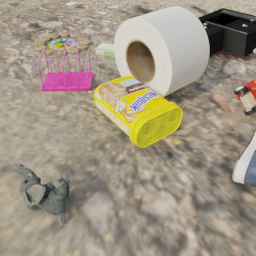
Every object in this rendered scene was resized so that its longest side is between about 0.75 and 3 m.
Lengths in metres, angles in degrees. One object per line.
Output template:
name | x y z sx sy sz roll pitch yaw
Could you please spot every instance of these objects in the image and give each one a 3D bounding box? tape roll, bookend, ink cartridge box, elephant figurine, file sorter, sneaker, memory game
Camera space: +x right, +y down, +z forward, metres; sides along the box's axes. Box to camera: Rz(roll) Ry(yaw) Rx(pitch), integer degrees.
tape roll | 0.982 -2.278 8.661 1.721 2.506 2.506 -30 48 -31
bookend | 3.770 -3.592 11.048 2.503 1.153 2.488 -27 43 -20
ink cartridge box | -0.690 -3.404 11.827 0.903 0.297 1.240 15 43 18
elephant figurine | -1.807 1.303 5.638 1.193 0.844 0.925 4 24 -5
file sorter | -2.080 -1.984 9.469 1.642 1.030 1.141 -1 39 -1
sneaker | 3.607 0.585 6.275 1.704 0.897 2.358 16 50 35
memory game | -2.875 -3.748 12.335 2.521 0.161 2.521 0 39 0

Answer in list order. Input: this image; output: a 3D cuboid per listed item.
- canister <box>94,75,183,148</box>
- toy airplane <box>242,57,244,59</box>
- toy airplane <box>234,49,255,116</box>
canister | 0.206 -0.560 7.761 1.568 0.914 2.111 -25 46 -28
toy airplane | 4.519 -3.370 11.762 1.623 0.299 1.623 -1 39 1
toy airplane | 4.146 -1.172 7.276 2.267 2.277 1.607 35 58 25
